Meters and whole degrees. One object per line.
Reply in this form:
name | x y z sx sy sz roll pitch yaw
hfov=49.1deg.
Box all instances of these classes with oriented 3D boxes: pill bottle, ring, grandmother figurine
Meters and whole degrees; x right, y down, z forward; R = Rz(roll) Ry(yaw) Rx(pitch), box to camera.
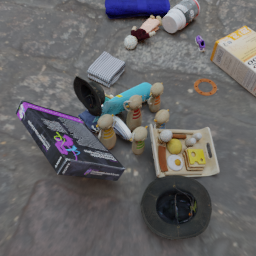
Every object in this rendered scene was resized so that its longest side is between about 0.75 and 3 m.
pill bottle | 2.338 -4.964 12.391 0.962 0.962 1.690 36 64 21
ring | 2.947 -1.577 10.640 0.865 0.083 0.865 0 57 0
grandmother figurine | 0.631 -4.083 12.052 2.098 0.635 1.272 -45 39 -22

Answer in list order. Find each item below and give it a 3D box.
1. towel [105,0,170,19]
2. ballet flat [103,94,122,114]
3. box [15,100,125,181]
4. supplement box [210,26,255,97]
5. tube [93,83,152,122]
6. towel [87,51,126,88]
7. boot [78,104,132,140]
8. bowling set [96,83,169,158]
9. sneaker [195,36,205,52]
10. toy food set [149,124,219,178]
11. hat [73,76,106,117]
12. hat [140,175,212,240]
towel | 0.415 -5.937 13.258 2.991 0.741 2.208 -1 49 0
ballet flat | -0.842 -1.073 10.030 1.707 0.586 0.538 27 47 16
box | -1.563 0.323 7.436 2.775 1.984 0.501 40 104 40
supplement box | 4.787 -2.546 10.720 1.720 1.004 2.730 -31 62 -18
tube | -0.076 -0.885 9.239 0.649 0.998 2.577 44 41 14
towel | -0.803 -2.292 10.832 1.079 0.558 1.303 26 60 16
boot | -0.774 -0.050 9.322 0.895 0.721 1.981 -40 57 -15
bowling set | 0.668 -0.059 8.709 2.034 1.569 2.922 38 64 22
sneaker | 3.117 -3.628 11.843 0.363 0.375 0.899 -6 56 -5
toy food set | 1.674 0.644 8.348 2.145 0.648 1.539 2 66 -22
hat | -1.001 -0.996 8.109 0.533 1.321 1.321 -35 63 -26
hat | 1.288 2.196 7.682 1.885 0.761 1.885 -1 61 2
